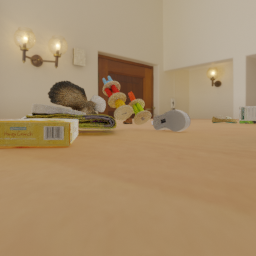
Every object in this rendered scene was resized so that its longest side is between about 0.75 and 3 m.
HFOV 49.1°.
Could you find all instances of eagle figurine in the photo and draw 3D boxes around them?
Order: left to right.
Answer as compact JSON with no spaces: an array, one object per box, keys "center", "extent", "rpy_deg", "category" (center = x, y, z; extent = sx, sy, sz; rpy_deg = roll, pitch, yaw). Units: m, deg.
[{"center":[-1.655,-0.622,9.284],"extent":[1.511,1.503,1.992],"rpy_deg":[14,-7,5],"category":"eagle figurine"}]

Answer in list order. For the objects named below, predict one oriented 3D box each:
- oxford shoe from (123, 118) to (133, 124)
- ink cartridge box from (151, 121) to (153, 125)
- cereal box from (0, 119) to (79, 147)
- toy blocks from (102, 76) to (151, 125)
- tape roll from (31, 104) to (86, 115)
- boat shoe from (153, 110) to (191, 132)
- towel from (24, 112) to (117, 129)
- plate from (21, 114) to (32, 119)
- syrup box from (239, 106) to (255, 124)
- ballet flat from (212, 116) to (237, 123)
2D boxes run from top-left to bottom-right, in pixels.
[{"center":[-0.023,-0.343,13.125],"extent":[0.319,0.319,0.896],"rpy_deg":[2,5,18],"category":"oxford shoe"},{"center":[1.230,-0.212,11.565],"extent":[0.463,0.181,0.979],"rpy_deg":[0,5,-1],"category":"ink cartridge box"},{"center":[-1.290,0.031,3.838],"extent":[1.142,0.314,1.587],"rpy_deg":[0,2,-6],"category":"cereal box"},{"center":[-0.094,-0.793,7.467],"extent":[1.159,1.390,0.505],"rpy_deg":[13,-51,-40],"category":"toy blocks"},{"center":[-1.651,-0.346,6.731],"extent":[1.300,0.237,1.300],"rpy_deg":[9,-3,1],"category":"tape roll"},{"center":[1.133,-0.153,6.696],"extent":[0.501,0.509,1.435],"rpy_deg":[-4,-3,-22],"category":"boat shoe"},{"center":[-1.093,-0.121,6.125],"extent":[1.701,0.270,2.368],"rpy_deg":[1,-1,-2],"category":"towel"},{"center":[-2.812,-0.335,11.176],"extent":[2.840,0.460,2.846],"rpy_deg":[0,2,-26],"category":"plate"},{"center":[6.256,-0.598,12.905],"extent":[2.078,0.818,0.846],"rpy_deg":[2,3,26],"category":"syrup box"},{"center":[4.936,-0.441,14.344],"extent":[1.256,0.396,0.431],"rpy_deg":[1,1,20],"category":"ballet flat"}]
